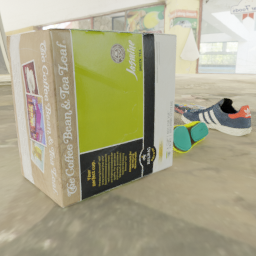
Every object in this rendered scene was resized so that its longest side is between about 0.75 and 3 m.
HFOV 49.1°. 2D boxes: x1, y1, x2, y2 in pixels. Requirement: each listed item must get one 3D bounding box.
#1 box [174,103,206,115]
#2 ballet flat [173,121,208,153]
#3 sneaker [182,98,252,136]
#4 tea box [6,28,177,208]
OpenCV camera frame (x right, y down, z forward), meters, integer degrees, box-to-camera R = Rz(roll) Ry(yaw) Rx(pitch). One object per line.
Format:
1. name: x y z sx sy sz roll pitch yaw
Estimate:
1. box: 2.721 -0.825 12.434 1.083 0.299 1.585 -4 14 -16
2. ballet flat: 1.453 0.261 7.546 0.730 0.727 2.177 -17 -2 38
3. sneaker: 2.976 -0.521 9.564 0.970 1.094 2.589 -12 18 -40
4. tea box: -0.619 -0.421 5.571 2.742 2.787 1.862 -12 18 -40
